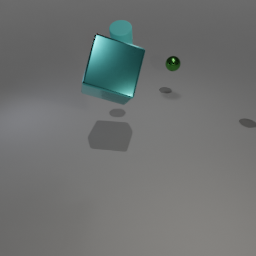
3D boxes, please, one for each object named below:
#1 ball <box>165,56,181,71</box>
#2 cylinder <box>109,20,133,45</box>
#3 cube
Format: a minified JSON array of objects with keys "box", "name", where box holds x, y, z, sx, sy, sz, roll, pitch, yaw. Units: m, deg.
[{"box":[2.077,-2.968,12.931,0.700,0.700,0.700,0,32,0],"name":"ball"},{"box":[-0.212,-2.890,8.828,0.700,0.700,0.700,-1,59,2],"name":"cylinder"},{"box":[-0.471,-1.581,7.954,1.400,1.400,1.400,15,-5,-9],"name":"cube"}]
